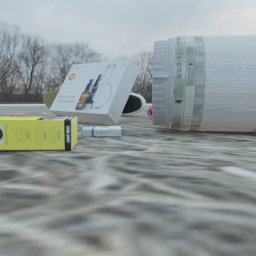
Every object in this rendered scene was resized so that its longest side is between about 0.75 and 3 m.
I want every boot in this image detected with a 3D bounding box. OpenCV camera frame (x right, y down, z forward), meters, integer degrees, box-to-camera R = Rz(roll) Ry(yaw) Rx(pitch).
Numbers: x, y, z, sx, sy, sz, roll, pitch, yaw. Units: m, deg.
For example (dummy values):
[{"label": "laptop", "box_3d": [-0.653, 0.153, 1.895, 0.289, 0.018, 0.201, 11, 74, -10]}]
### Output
[{"label": "boot", "box_3d": [-0.192, -1.121, 13.539, 2.818, 1.020, 2.033, -3, 3, 27]}]

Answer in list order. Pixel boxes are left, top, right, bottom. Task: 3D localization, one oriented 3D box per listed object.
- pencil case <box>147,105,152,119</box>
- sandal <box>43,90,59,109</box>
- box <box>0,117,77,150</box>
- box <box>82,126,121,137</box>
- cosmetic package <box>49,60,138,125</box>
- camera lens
[{"label": "pencil case", "box_3d": [1.192, -0.686, 11.478, 0.619, 0.593, 1.432, -3, 6, 16]}, {"label": "sandal", "box_3d": [-2.140, -0.822, 12.487, 3.151, 1.155, 1.036, 6, -26, -5]}, {"label": "box", "box_3d": [-1.869, 0.069, 4.534, 2.018, 0.506, 0.759, 0, 6, -3]}, {"label": "box", "box_3d": [-0.571, 0.075, 6.171, 0.834, 0.172, 0.650, 1, 6, -3]}, {"label": "cosmetic package", "box_3d": [-1.181, -1.219, 9.390, 2.665, 2.009, 0.688, 5, -27, 36]}, {"label": "camera lens", "box_3d": [2.038, -1.051, 6.738, 2.835, 2.267, 2.267, 1, 6, 7]}]
